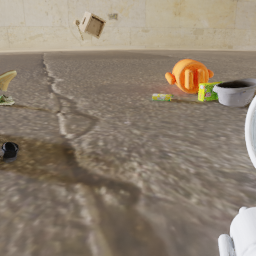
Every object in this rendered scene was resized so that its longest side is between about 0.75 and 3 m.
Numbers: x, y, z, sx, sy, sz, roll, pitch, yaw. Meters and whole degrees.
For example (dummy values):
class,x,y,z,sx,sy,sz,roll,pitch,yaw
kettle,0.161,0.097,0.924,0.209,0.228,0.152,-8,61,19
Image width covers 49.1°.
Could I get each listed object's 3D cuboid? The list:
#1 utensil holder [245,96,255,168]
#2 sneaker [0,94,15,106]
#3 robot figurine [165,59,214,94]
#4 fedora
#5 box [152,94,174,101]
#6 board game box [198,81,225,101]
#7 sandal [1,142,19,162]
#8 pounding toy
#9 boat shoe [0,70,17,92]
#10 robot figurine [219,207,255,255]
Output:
class,x,y,z,sx,sy,sz,roll,pitch,yaw
utensil holder,3.895,0.072,5.368,2.349,1.996,1.996,-3,19,-14
sneaker,-4.981,-1.157,11.166,0.977,0.433,0.376,3,20,9
robot figurine,2.940,-2.533,13.490,1.871,1.517,2.601,-41,14,12
fedora,4.336,-1.359,11.112,1.870,0.844,1.654,-14,21,-16
box,1.504,-1.318,11.984,0.874,0.211,0.513,2,19,13
board game box,3.668,-1.589,12.004,1.369,0.695,0.326,-10,22,-26
sandal,-2.821,0.510,6.721,0.385,0.217,1.013,-9,21,-24
pounding toy,-1.597,-3.832,10.574,1.190,1.045,0.544,12,19,-45
boat shoe,-2.364,-0.825,5.292,0.759,0.289,0.272,-25,5,23
robot figurine,1.637,1.442,3.273,1.090,0.726,1.285,-8,16,14
